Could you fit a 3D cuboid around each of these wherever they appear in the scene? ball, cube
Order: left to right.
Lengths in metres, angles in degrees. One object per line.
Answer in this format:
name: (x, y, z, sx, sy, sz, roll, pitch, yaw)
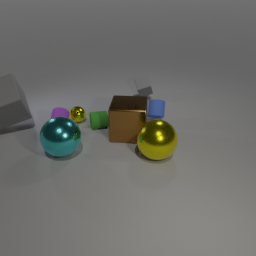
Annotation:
cube: (-4.804, -1.026, 10.944, 1.400, 1.400, 1.400, -22, 64, -10)
ball: (-2.325, 0.296, 9.683, 1.400, 1.400, 1.400, 0, 29, 0)
ball: (-2.167, -0.595, 12.088, 0.700, 0.700, 0.700, 0, 29, 0)
cube: (0.036, -0.357, 10.933, 1.400, 1.400, 1.400, 3, 29, 5)
cube: (0.793, -2.082, 14.057, 0.700, 0.700, 0.700, -16, 61, 7)
ball: (0.996, 0.393, 9.557, 1.400, 1.400, 1.400, 0, 29, 0)

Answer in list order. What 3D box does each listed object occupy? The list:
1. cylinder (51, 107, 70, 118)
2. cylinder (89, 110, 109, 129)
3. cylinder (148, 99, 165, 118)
cylinder: (-2.738, -0.357, 11.234, 0.700, 0.700, 0.700, 1, 57, 2)
cylinder: (-1.207, -0.344, 11.632, 0.700, 0.700, 0.700, -7, 30, -13)
cylinder: (1.223, -0.820, 12.018, 0.700, 0.700, 0.700, 4, -7, 1)
